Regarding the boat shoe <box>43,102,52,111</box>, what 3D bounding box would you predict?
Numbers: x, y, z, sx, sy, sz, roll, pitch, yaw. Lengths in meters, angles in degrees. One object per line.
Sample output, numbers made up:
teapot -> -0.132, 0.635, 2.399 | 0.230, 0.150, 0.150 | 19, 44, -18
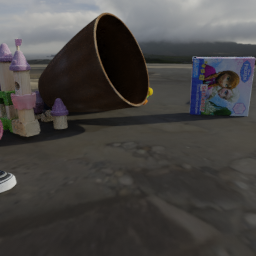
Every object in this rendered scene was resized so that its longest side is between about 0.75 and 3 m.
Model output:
boat shoe -> -2.672, -1.226, 11.153 | 1.140, 0.918, 2.459 | 10, 18, 6

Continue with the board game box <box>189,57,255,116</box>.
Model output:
board game box -> 3.287, -1.471, 9.972 | 2.056, 2.061, 0.424 | 2, 20, 10

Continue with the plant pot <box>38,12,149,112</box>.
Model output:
plant pot -> -1.315, -1.640, 8.873 | 2.996, 2.800, 2.800 | -16, 6, 30

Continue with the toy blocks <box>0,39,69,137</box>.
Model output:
toy blocks -> -3.277, -1.144, 7.897 | 2.699, 2.432, 2.889 | 10, 18, 43

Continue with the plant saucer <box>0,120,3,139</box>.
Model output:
plant saucer -> -3.714, 0.000, 6.868 | 0.302, 1.190, 1.190 | -32, -7, 38

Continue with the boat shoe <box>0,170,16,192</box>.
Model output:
boat shoe -> -2.809, 0.755, 4.784 | 1.773, 0.601, 0.636 | 3, 16, 10

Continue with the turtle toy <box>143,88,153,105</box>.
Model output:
turtle toy -> 0.132, -1.372, 11.714 | 1.719, 0.869, 1.252 | -1, 18, -29
